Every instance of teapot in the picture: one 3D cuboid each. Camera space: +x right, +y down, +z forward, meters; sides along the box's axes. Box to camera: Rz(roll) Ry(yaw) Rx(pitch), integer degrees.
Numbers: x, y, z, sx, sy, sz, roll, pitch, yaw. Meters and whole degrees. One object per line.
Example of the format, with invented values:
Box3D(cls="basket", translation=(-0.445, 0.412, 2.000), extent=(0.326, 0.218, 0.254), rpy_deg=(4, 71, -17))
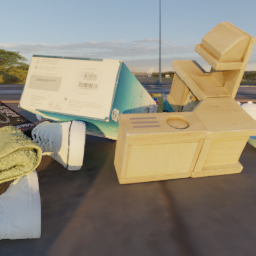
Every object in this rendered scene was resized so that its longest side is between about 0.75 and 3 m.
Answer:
Box3D(cls="teapot", translation=(3.934, -0.496, 9.181), extent=(1.049, 0.766, 1.035), rpy_deg=(3, 11, 21))

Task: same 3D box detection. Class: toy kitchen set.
Box3D(cls="toy kitchen set", translation=(0.768, -0.703, 4.820), extent=(2.193, 1.983, 2.431), rpy_deg=(-3, 37, -15))

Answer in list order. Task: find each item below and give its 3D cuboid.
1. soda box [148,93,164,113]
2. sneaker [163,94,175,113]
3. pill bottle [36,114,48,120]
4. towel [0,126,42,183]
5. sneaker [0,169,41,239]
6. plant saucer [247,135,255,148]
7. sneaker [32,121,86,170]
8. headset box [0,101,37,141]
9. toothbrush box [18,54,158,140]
Box3D(cls="soda box", translation=(0.481, -0.905, 11.054), extent=(0.889, 0.840, 2.625), rpy_deg=(6, 13, 33))
Box3D(cls="sneaker", translation=(2.185, -0.537, 9.150), extent=(2.344, 0.936, 0.836), rpy_deg=(5, 5, -17))
Box3D(cls="pill bottle", translation=(-1.836, -0.959, 9.702), extent=(2.558, 1.482, 1.482), rpy_deg=(-6, 13, -29))
Box3D(cls="towel", translation=(-2.306, 0.581, 3.526), extent=(2.232, 0.407, 1.656), rpy_deg=(-25, 21, -25))
Box3D(cls="sneaker", translation=(-1.421, 0.825, 3.209), extent=(0.756, 0.482, 1.308), rpy_deg=(-1, 12, -20))
Box3D(cls="plant saucer", translation=(3.384, 0.328, 6.101), extent=(1.771, 0.341, 1.771), rpy_deg=(0, 12, 0))
Box3D(cls="sneaker", translation=(-1.290, 0.280, 4.965), extent=(0.816, 0.842, 2.306), rpy_deg=(5, -4, -21))
Box3D(cls="headset box", translation=(-2.779, 0.043, 5.333), extent=(1.881, 0.727, 1.400), rpy_deg=(31, 24, 21))
Box3D(cls="toothbrush box", translation=(-0.605, -0.455, 5.753), extent=(1.826, 1.064, 2.494), rpy_deg=(9, -10, 22))
